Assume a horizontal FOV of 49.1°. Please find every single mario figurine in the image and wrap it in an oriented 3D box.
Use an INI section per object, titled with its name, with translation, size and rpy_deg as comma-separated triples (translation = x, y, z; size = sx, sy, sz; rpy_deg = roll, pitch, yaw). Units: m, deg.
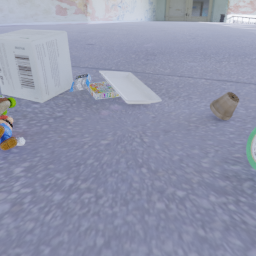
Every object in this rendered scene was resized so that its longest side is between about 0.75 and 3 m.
[mario figurine]
translation = -3.331, -0.028, 7.598
size = 0.880, 1.025, 1.660
rpy_deg = -10, 19, -26

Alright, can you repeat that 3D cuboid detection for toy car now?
[toy car]
translation = -4.422, -0.956, 8.822
size = 0.996, 1.263, 1.037
rpy_deg = -35, 2, 23

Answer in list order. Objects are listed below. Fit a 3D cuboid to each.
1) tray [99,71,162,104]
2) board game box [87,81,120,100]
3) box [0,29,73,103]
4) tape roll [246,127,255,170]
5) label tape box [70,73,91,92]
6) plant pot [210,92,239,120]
[tray]
translation = -0.009, -1.625, 11.263
size = 1.565, 0.323, 2.915
rpy_deg = -2, 32, -27
[board game box]
translation = -1.087, -1.617, 11.851
size = 1.038, 0.264, 1.543
rpy_deg = -9, 27, -20
[box]
translation = -3.842, -2.630, 11.399
size = 2.411, 2.399, 2.066
rpy_deg = 14, 33, 26
[tape roll]
translation = 3.157, 0.436, 6.202
size = 0.283, 1.176, 1.176
rpy_deg = 10, 22, -20
[label tape box]
translation = -1.834, -1.699, 10.511
size = 0.812, 0.269, 0.582
rpy_deg = -8, 48, 18
[plant pot]
translation = 3.239, -0.783, 9.225
size = 0.820, 0.711, 0.820
rpy_deg = 15, 46, -16
